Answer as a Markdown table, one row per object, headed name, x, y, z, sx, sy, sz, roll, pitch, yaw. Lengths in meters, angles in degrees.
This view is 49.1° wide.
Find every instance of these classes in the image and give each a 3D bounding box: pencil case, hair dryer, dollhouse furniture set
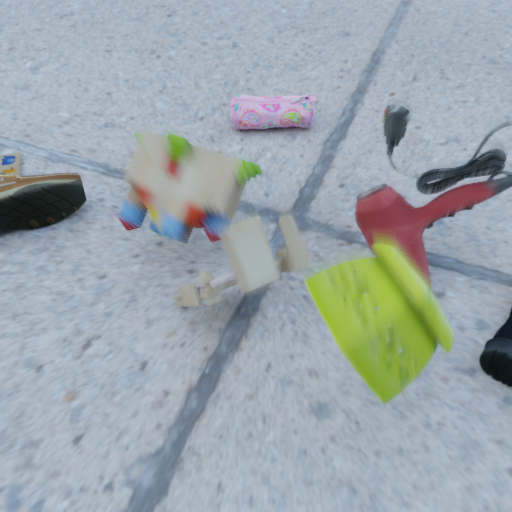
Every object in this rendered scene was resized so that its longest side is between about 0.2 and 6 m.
| name | x | y | z | sx | sy | sz | roll | pitch | yaw |
| --- | --- | --- | --- | --- | --- | --- | --- | --- | --- |
| pencil case | 0.380 | -3.305 | 12.787 | 1.924 | 0.841 | 0.841 | -1 | 47 | 0 |
| hair dryer | 2.819 | -0.716 | 8.962 | 2.430 | 3.191 | 0.867 | 16 | 17 | 14 |
| dollhouse furniture set | -0.401 | 0.043 | 8.857 | 1.682 | 1.973 | 0.963 | -22 | 94 | -27 |

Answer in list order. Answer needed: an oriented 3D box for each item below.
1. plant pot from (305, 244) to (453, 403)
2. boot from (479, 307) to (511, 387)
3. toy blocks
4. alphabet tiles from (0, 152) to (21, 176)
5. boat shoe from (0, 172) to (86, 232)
| name | x | y | z | sx | sy | sz | roll | pitch | yaw |
| --- | --- | --- | --- | --- | --- | --- | --- | --- | --- |
| plant pot | 1.563 | 0.741 | 6.913 | 1.223 | 1.342 | 1.348 | -35 | 36 | 7 |
| boot | 5.066 | 1.292 | 8.284 | 2.832 | 1.081 | 2.379 | 26 | 56 | 30 |
| toy blocks | -1.266 | -0.985 | 9.280 | 2.403 | 1.201 | 1.642 | 19 | 85 | 15 |
| alphabet tiles | -6.005 | -1.383 | 11.484 | 2.278 | 0.103 | 2.725 | -13 | 48 | -11 |
| boat shoe | -4.750 | -1.088 | 10.416 | 2.980 | 1.127 | 1.100 | -17 | 58 | -16 |
